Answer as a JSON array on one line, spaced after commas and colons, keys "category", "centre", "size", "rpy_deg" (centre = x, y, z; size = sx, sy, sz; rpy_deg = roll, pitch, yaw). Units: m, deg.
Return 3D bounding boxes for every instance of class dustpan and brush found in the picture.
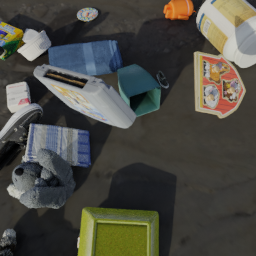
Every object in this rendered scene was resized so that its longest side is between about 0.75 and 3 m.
[{"category": "dustpan and brush", "centre": [-3.763, -3.736, 11.670], "size": [1.060, 0.303, 0.740], "rpy_deg": [5, 60, -2]}]

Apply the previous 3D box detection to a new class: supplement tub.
[{"category": "supplement tub", "centre": [4.123, -3.815, 10.803], "size": [1.924, 1.924, 2.660], "rpy_deg": [-23, 62, -14]}]

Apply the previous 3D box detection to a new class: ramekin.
[{"category": "ramekin", "centre": [-3.574, -3.159, 10.872], "size": [1.301, 0.606, 1.301], "rpy_deg": [-30, 26, 16]}]

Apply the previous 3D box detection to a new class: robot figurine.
[{"category": "robot figurine", "centre": [2.289, -5.232, 12.368], "size": [1.365, 0.796, 0.982], "rpy_deg": [-14, 34, -8]}]

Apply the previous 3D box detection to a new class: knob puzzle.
[{"category": "knob puzzle", "centre": [2.164, -0.970, 6.345], "size": [1.658, 0.230, 1.658], "rpy_deg": [4, 81, -27]}]

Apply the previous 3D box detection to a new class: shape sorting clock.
[{"category": "shape sorting clock", "centre": [-1.834, -5.159, 12.670], "size": [0.949, 0.186, 0.949], "rpy_deg": [0, 58, 0]}]

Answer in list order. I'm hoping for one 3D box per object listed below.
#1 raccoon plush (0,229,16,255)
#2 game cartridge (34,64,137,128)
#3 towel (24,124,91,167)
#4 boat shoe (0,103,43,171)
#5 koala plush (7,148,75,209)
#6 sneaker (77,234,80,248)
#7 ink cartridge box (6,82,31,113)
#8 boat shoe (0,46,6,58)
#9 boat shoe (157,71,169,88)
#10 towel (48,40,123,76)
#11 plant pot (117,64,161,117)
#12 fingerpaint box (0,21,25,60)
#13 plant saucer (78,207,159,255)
[{"category": "raccoon plush", "centre": [-2.583, 3.567, 6.803], "size": [1.479, 1.068, 2.208], "rpy_deg": [6, 58, -6]}, {"category": "game cartridge", "centre": [-1.105, -0.796, 7.262], "size": [2.657, 1.769, 0.552], "rpy_deg": [21, 70, 39]}, {"category": "towel", "centre": [-2.141, 0.542, 8.708], "size": [1.946, 0.232, 1.430], "rpy_deg": [8, 49, -20]}, {"category": "boat shoe", "centre": [-3.539, 0.392, 8.744], "size": [0.893, 0.942, 2.695], "rpy_deg": [33, 66, 22]}, {"category": "koala plush", "centre": [-2.600, 1.475, 7.996], "size": [1.773, 1.629, 1.572], "rpy_deg": [4, 68, 27]}, {"category": "sneaker", "centre": [-0.552, 3.056, 7.302], "size": [1.603, 0.629, 0.636], "rpy_deg": [8, 54, 17]}, {"category": "ink cartridge box", "centre": [-3.901, -1.107, 10.007], "size": [0.721, 0.420, 0.990], "rpy_deg": [-13, 60, -8]}, {"category": "boat shoe", "centre": [-4.154, -2.048, 8.284], "size": [1.093, 0.342, 0.400], "rpy_deg": [-42, 65, 1]}, {"category": "boat shoe", "centre": [1.291, -1.832, 10.543], "size": [0.279, 0.274, 0.773], "rpy_deg": [-22, 61, -13]}, {"category": "towel", "centre": [-1.617, -2.600, 10.801], "size": [2.736, 0.664, 1.528], "rpy_deg": [-7, 59, -6]}, {"category": "plant pot", "centre": [0.266, -1.401, 9.836], "size": [1.136, 1.137, 1.608], "rpy_deg": [-19, 54, -12]}, {"category": "fingerpaint box", "centre": [-5.307, -3.678, 11.507], "size": [1.617, 0.593, 1.349], "rpy_deg": [27, 62, 16]}, {"category": "plant saucer", "centre": [-0.196, 3.076, 7.002], "size": [2.092, 0.501, 2.089], "rpy_deg": [5, 67, -6]}]
